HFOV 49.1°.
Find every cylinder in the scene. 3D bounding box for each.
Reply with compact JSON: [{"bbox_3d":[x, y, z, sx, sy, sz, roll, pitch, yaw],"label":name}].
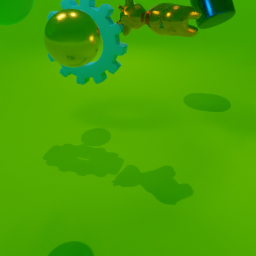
[{"bbox_3d":[2.949,-4.434,9.918,1.351,1.351,1.351,-16,0,0],"label":"cylinder"}]

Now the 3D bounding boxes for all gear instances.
[{"bbox_3d":[-1.069,-2.141,7.016,2.065,2.065,0.382,8,26,13],"label":"gear"}]

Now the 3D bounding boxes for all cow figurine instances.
[{"bbox_3d":[0.615,-2.402,6.159,1.516,0.846,1.540,-6,24,-27],"label":"cow figurine"}]

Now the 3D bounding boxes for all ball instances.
[{"bbox_3d":[-1.829,-1.968,4.000,0.942,0.942,0.942,0,31,0],"label":"ball"},{"bbox_3d":[-0.872,-1.409,4.426,0.884,0.884,0.884,0,31,0],"label":"ball"}]
